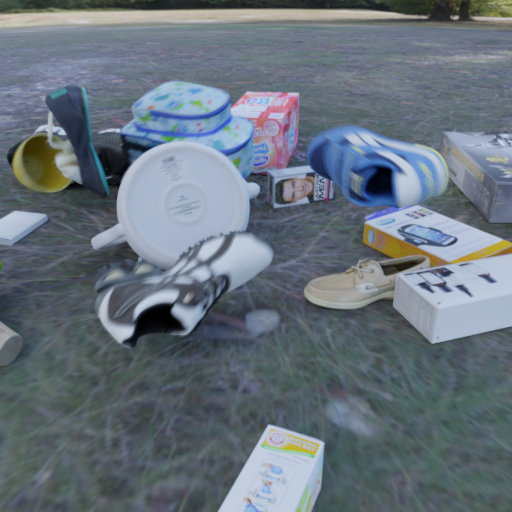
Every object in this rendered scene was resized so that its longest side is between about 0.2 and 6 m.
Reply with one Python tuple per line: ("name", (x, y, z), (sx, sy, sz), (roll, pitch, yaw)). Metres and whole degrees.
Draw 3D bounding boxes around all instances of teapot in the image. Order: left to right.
("teapot", (-1.204, -0.693, 8.930), (2.170, 2.142, 1.585), (24, -8, -9))

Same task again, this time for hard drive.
("hard drive", (-4.411, -0.515, 10.145), (0.720, 0.146, 1.092), (7, 29, 13))

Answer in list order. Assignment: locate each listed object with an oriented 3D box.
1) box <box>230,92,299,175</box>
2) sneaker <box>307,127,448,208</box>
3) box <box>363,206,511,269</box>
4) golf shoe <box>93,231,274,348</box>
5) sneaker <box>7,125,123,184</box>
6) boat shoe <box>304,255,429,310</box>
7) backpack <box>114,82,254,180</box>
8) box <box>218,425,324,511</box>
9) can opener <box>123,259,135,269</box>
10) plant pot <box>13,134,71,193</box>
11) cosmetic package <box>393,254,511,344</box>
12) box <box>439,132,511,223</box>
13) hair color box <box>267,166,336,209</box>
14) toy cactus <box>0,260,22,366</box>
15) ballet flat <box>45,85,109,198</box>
("box", (0.173, -3.069, 13.714), (1.456, 1.343, 2.837), (5, 28, 9))
("sneaker", (1.285, -1.078, 6.890), (0.824, 0.741, 2.003), (-33, 35, -30))
("box", (2.876, -0.249, 9.331), (1.350, 0.470, 2.269), (-17, 30, -30))
("golf shoe", (-0.727, 0.459, 6.757), (2.327, 0.905, 1.100), (-19, 50, -17))
("sneaker", (-3.839, -1.994, 11.964), (3.611, 1.200, 1.634), (11, 34, 25))
("boat shoe", (1.599, 0.318, 8.046), (1.876, 0.610, 0.677), (-5, 28, -10))
("backpack", (-1.172, -2.189, 10.376), (2.238, 1.645, 2.048), (17, 38, 12))
("box", (0.146, 2.059, 4.722), (0.547, 0.607, 1.079), (11, 30, 21))
("can opener", (-1.618, 0.459, 8.215), (0.428, 0.341, 1.279), (22, 12, -37))
("plant pot", (-3.893, -1.595, 10.003), (0.729, 1.026, 1.026), (-5, 18, 41))
("cosmetic package", (3.194, 0.501, 7.715), (2.371, 0.600, 0.979), (-9, 30, -17))
("box", (5.706, -1.763, 11.746), (2.795, 0.853, 3.529), (1, 27, 1))
("hair color box", (0.925, -1.420, 11.290), (1.373, 0.680, 0.416), (-10, 29, -18))
("toy cactus", (-3.886, 0.675, 6.963), (2.164, 1.341, 2.622), (19, 23, 14))
("ballet flat", (-2.884, -1.733, 8.923), (0.772, 2.113, 0.772), (1, 49, -1))
